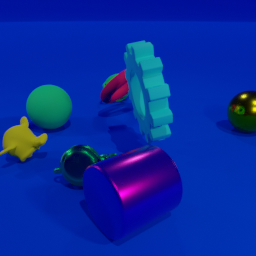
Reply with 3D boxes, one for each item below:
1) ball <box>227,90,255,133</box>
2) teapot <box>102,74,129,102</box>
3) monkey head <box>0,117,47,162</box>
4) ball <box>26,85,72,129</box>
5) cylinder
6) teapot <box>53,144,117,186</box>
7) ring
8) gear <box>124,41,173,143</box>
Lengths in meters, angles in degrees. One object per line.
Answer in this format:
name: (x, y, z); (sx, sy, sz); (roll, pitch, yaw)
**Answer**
ball: (3.164, -0.428, 7.317); (1.108, 1.108, 1.108); (0, 23, 0)
teapot: (-0.308, -1.354, 9.856); (1.628, 1.012, 0.797); (2, 40, -51)
monkey head: (-2.203, 0.237, 5.947); (0.851, 0.713, 1.183); (-27, 32, 28)
ball: (-2.102, -0.560, 7.520); (1.182, 1.182, 1.182); (0, 23, 0)
cylinder: (0.054, 0.908, 4.166); (1.088, 1.088, 1.088); (-17, 28, -34)
teapot: (-0.802, 0.660, 5.171); (1.218, 0.757, 0.596); (-15, 2, 2)
ring: (-0.134, -1.308, 8.428); (0.327, 1.635, 1.635); (54, 40, 6)
gear: (0.365, -0.719, 5.770); (0.373, 2.019, 2.019); (-14, 25, -8)
